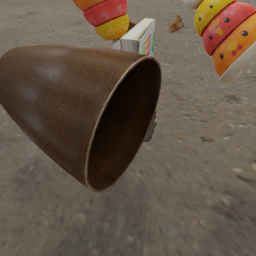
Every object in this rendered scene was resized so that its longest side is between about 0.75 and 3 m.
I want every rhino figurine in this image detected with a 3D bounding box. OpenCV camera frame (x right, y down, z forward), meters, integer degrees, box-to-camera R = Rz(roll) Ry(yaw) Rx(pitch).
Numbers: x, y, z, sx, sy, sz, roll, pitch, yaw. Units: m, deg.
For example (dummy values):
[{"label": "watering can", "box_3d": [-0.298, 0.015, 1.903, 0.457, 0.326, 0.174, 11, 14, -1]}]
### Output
[{"label": "rhino figurine", "box_3d": [0.467, -0.054, 5.928, 0.248, 0.830, 0.363, 24, 31, 14]}]

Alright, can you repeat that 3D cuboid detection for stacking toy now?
[{"label": "stacking toy", "box_3d": [-0.498, -2.884, 7.387, 1.588, 2.174, 1.588, -19, 22, 8]}, {"label": "stacking toy", "box_3d": [2.327, -2.653, 7.116, 2.679, 1.957, 1.957, 48, 51, 9]}]

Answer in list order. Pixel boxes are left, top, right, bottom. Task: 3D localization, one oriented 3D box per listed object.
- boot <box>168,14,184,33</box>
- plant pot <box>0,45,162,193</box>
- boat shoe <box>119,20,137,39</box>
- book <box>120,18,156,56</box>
[{"label": "boot", "box_3d": [1.984, -4.390, 11.771, 0.598, 0.295, 0.770, -24, 68, 24]}, {"label": "plant pot", "box_3d": [-1.062, -0.491, 5.018, 2.537, 2.372, 2.372, 24, 42, 19]}, {"label": "boat shoe", "box_3d": [0.003, -2.789, 8.655, 0.733, 0.731, 2.031, -26, 45, -2]}, {"label": "book", "box_3d": [0.303, -1.924, 7.176, 0.456, 1.267, 1.897, 10, 36, 13]}]
